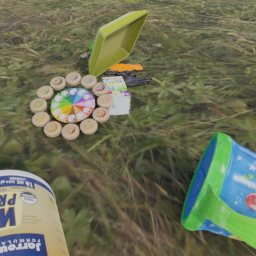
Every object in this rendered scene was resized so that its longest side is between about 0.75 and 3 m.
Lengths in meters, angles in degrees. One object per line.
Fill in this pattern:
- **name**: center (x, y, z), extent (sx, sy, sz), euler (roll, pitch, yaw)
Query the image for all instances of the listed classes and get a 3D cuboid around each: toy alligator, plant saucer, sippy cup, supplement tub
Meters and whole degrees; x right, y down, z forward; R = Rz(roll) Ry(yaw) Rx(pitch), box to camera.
- **toy alligator**: center (-1.406, -3.862, 12.937), extent (0.652, 0.596, 2.197), euler (22, 41, 28)
- **plant saucer**: center (-0.507, -3.107, 10.148), extent (0.561, 2.344, 2.341), euler (44, 57, 7)
- **sippy cup**: center (2.088, 1.219, 5.007), extent (1.754, 1.880, 2.394), euler (21, 49, 11)
- **supplement tub**: center (-1.700, 1.934, 3.907), extent (1.728, 1.728, 2.393), euler (-14, 37, -18)

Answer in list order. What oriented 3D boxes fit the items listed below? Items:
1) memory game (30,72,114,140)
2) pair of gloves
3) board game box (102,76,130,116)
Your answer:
- **memory game**: center (-1.596, -0.696, 7.955), extent (2.389, 0.152, 2.389), euler (0, 56, 1)
- **pair of gloves**: center (-0.079, -2.056, 10.741), extent (1.712, 0.238, 1.922), euler (-8, 37, -11)
- **board game box**: center (-0.391, -1.051, 8.936), extent (0.678, 0.690, 1.317), euler (-6, 37, -10)
